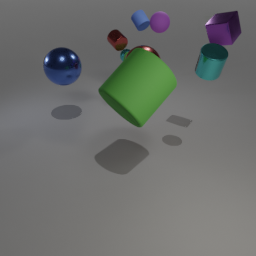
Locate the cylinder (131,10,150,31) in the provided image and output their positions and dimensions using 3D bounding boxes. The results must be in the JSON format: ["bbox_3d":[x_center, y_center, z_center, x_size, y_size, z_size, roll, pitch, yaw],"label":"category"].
[{"bbox_3d":[0.605,-5.177,13.496,0.700,0.700,0.700,-21,76,-33],"label":"cylinder"}]

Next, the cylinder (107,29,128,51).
[{"bbox_3d":[-0.475,-3.954,12.615,0.700,0.700,0.700,-18,54,-29],"label":"cylinder"}]

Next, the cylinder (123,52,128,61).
[{"bbox_3d":[0.124,-3.026,12.865,0.700,0.700,0.700,5,70,9],"label":"cylinder"}]

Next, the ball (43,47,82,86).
[{"bbox_3d":[-2.433,-2.285,10.440,1.400,1.400,1.400,0,29,0],"label":"ball"}]

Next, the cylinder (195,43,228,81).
[{"bbox_3d":[2.171,-1.728,7.334,0.700,0.700,0.700,1,54,-2],"label":"cylinder"}]

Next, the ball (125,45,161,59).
[{"bbox_3d":[0.554,-2.377,10.511,1.400,1.400,1.400,0,29,0],"label":"ball"}]

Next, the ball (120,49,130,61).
[{"bbox_3d":[-0.072,-3.740,14.503,0.700,0.700,0.700,0,29,0],"label":"ball"}]

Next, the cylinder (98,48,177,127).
[{"bbox_3d":[0.234,-0.972,6.888,1.400,1.400,1.400,-49,44,-7],"label":"cylinder"}]

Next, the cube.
[{"bbox_3d":[2.787,-2.886,8.165,0.700,0.700,0.700,11,50,43],"label":"cube"}]

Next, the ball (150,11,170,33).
[{"bbox_3d":[1.099,-3.650,9.677,0.700,0.700,0.700,0,29,0],"label":"ball"}]
